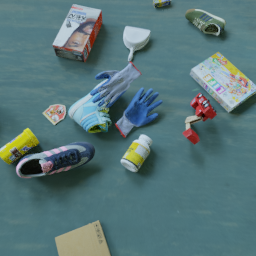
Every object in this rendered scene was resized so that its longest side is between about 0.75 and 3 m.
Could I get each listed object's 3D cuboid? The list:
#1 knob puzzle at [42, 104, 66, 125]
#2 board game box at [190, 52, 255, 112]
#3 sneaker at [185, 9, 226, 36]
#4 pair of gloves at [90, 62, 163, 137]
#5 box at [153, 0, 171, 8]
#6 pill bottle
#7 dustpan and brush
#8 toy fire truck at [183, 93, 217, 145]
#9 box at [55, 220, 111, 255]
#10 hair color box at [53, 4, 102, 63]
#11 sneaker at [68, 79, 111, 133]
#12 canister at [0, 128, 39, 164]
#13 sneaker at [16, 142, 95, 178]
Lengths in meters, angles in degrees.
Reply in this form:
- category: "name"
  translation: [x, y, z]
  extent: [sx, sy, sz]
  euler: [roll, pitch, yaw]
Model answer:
- category: "knob puzzle"
  translation: [-2.740, -0.608, 10.719]
  extent: [0.900, 0.125, 0.900]
  euler: [0, 64, 0]
- category: "board game box"
  translation: [3.800, -1.864, 11.157]
  extent: [1.511, 0.385, 2.248]
  euler: [-34, 69, -15]
- category: "sneaker"
  translation: [3.345, -4.609, 12.313]
  extent: [1.843, 0.618, 0.828]
  euler: [21, 62, 6]
- category: "pair of gloves"
  translation: [-0.041, -1.085, 10.131]
  extent: [2.108, 0.299, 2.622]
  euler: [-42, 107, -10]
- category: "box"
  translation: [1.599, -5.897, 13.130]
  extent: [0.813, 0.261, 0.285]
  euler: [-13, 65, -6]
- category: "pill bottle"
  translation: [0.337, 0.857, 9.719]
  extent: [0.688, 0.688, 1.227]
  euler: [29, 68, 13]
- category: "dustpan and brush"
  translation: [0.249, -3.572, 11.996]
  extent: [1.162, 0.476, 1.665]
  euler: [12, 59, 6]
- category: "toy fire truck"
  translation: [2.493, -0.385, 10.118]
  extent: [0.456, 1.319, 1.870]
  euler: [37, 23, -21]
- category: "box"
  translation: [-1.288, 3.929, 8.465]
  extent: [1.478, 0.192, 1.809]
  euler: [-19, 62, -9]
- category: "hair color box"
  translation: [-2.099, -4.088, 12.002]
  extent: [1.343, 0.774, 2.422]
  euler: [14, 67, 6]
- category: "sneaker"
  translation: [-0.860, -0.720, 10.354]
  extent: [2.349, 0.934, 1.534]
  euler: [-40, 69, -7]
- category: "canister"
  translation: [-3.762, 0.651, 9.651]
  extent: [1.253, 0.930, 0.542]
  euler: [-40, 85, -18]
- category: "sneaker"
  translation: [-2.356, 1.148, 9.234]
  extent: [2.607, 1.069, 0.915]
  euler: [-16, 101, -2]
